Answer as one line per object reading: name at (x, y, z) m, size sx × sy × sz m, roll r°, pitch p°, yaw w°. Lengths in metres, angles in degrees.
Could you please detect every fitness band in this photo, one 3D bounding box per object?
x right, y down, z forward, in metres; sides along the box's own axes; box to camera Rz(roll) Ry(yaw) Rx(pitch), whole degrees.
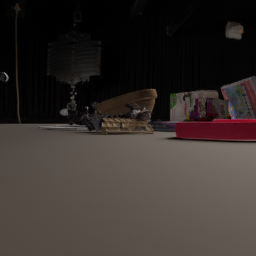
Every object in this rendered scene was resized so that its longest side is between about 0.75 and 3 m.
fitness band at (1.451, 0.006, 4.105) m, size 1.535 × 0.287 × 1.103 m, roll -1°, pitch 1°, yaw 41°

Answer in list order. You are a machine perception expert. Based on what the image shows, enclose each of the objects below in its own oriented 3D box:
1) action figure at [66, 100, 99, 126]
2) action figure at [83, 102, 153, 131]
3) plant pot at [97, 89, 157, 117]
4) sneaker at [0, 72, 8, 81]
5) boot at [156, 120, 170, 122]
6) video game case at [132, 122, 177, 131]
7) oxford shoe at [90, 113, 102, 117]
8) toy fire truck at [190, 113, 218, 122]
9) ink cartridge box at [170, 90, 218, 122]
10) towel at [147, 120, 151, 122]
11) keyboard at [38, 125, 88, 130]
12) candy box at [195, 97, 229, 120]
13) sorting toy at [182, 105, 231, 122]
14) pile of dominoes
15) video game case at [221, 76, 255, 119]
action figure at (-1.990, -0.596, 12.047) m, size 1.438 × 1.235 × 2.420 m, roll 11°, pitch -4°, yaw -19°
action figure at (-0.181, -0.209, 6.485) m, size 1.612 × 0.559 × 1.049 m, roll -8°, pitch 15°, yaw 26°
plant pot at (0.059, -0.674, 11.113) m, size 2.412 × 1.113 × 2.412 m, roll -14°, pitch 0°, yaw 0°
sneaker at (-5.148, -2.105, 10.947) m, size 0.865 × 0.326 × 0.492 m, roll 36°, pitch 17°, yaw 10°
boot at (2.472, -0.336, 17.911) m, size 1.236 × 0.406 × 1.019 m, roll -4°, pitch 10°, yaw 25°
video game case at (1.518, -0.062, 8.412) m, size 2.057 × 0.273 × 2.879 m, roll -1°, pitch 2°, yaw -35°
oxford shoe at (-1.708, -0.631, 18.684) m, size 2.426 × 1.024 × 0.882 m, roll 2°, pitch -1°, yaw 10°
toy fire truck at (2.528, -0.238, 9.353) m, size 0.789 × 0.527 × 0.940 m, roll 3°, pitch 1°, yaw -1°
ink cartridge box at (3.515, -1.014, 15.181) m, size 1.085 × 1.870 × 2.583 m, roll -2°, pitch 2°, yaw -32°
towel at (0.189, -0.235, 14.962) m, size 2.121 × 0.358 × 2.221 m, roll 0°, pitch 0°, yaw 4°
keyboard at (-2.019, 0.006, 9.052) m, size 0.778 × 0.147 × 2.764 m, roll -7°, pitch 5°, yaw -39°
candy box at (3.381, -0.584, 11.222) m, size 1.741 × 1.187 × 0.531 m, roll -2°, pitch 3°, yaw -44°
sorting toy at (3.665, -0.635, 13.002) m, size 2.948 × 1.210 × 1.772 m, roll -1°, pitch 2°, yaw -32°
pile of dominoes at (-0.035, 0.003, 5.669) m, size 1.001 × 0.159 × 0.780 m, roll 2°, pitch 21°, yaw -7°
video game case at (4.462, -0.884, 10.760) m, size 0.228 × 1.868 × 2.613 m, roll -21°, pitch 2°, yaw -2°
